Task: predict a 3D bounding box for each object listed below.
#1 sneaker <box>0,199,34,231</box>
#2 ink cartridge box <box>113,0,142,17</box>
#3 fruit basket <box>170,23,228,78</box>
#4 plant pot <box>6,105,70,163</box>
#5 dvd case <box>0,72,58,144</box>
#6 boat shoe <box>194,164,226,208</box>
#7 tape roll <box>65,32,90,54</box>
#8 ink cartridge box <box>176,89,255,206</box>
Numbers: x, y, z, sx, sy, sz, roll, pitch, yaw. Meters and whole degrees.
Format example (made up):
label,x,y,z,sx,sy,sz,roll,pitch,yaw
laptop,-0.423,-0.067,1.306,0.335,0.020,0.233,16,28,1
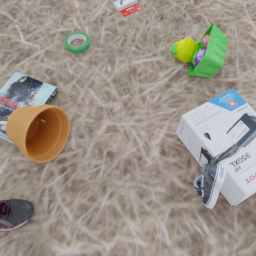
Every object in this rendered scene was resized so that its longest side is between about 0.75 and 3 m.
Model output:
label,x,y,z,sx,sy,sz,roll,pitch,yaw
sneaker,-3.927,2.340,7.752,2.338,1.350,0.885,-8,61,-4
ink cartridge box,-0.005,-5.649,12.894,1.060,0.237,0.934,-32,65,-16
fruit basket,2.682,-3.046,10.865,2.051,1.479,2.051,7,65,-15
plant pot,-2.951,0.063,8.925,1.281,1.831,1.831,17,61,29
dvd case,-4.009,-0.790,10.136,1.886,0.284,2.584,22,64,12
boat shoe,2.193,1.612,7.810,0.696,2.054,0.737,13,59,16
tape roll,-2.112,-3.574,11.716,1.048,0.252,1.048,0,61,-1
ink cartridge box,3.312,0.536,8.815,2.159,1.257,2.986,-28,64,-15
